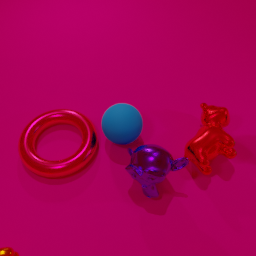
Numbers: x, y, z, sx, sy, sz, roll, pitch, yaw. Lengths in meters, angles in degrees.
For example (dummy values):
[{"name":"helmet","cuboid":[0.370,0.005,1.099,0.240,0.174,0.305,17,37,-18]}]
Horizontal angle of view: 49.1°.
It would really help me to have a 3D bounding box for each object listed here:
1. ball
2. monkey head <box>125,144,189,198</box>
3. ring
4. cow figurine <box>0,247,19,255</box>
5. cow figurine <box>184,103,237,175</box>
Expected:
[{"name":"ball","cuboid":[-0.138,-0.094,6.598,0.976,0.976,0.976,0,54,0]},{"name":"monkey head","cuboid":[0.517,0.888,5.973,1.481,1.065,0.892,7,40,33]},{"name":"ring","cuboid":[-1.674,0.310,6.743,1.890,0.378,1.890,0,54,0]},{"name":"cow figurine","cuboid":[-2.667,2.530,4.972,1.335,0.745,1.357,-8,57,-10]},{"name":"cow figurine","cuboid":[1.852,0.170,6.567,1.526,0.837,1.501,-34,46,-2]}]
